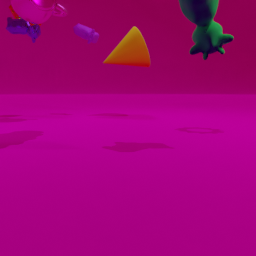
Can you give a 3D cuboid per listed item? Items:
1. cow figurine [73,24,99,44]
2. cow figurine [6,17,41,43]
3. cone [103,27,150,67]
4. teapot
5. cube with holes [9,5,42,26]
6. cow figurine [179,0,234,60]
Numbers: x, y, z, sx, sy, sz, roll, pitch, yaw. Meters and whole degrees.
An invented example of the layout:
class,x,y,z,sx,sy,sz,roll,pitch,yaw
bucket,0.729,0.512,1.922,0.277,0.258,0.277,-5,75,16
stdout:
class,x,y,z,sx,sy,sz,roll,pitch,yaw
cow figurine,-1.483,-3.315,9.807,0.943,0.517,0.928,22,18,-11
cow figurine,-2.958,-2.790,7.912,0.924,0.507,0.909,-10,52,-16
cone,-0.196,-2.555,9.814,1.477,1.471,1.471,-24,10,-4
teapot,-2.412,-3.381,7.169,0.956,1.214,1.952,-2,-14,43
cube with holes,-3.101,-3.635,8.776,0.711,0.711,0.711,24,-20,13
cow figurine,0.975,-1.532,3.685,0.606,1.086,1.104,-16,-12,17
